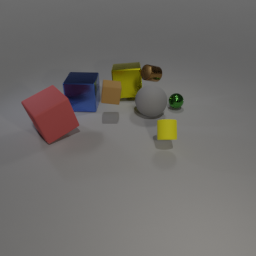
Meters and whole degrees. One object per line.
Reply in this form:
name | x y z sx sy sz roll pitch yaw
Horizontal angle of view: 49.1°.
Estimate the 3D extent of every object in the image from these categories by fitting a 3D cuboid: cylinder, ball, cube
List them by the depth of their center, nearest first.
cylinder | 1.391 0.069 9.983 0.700 0.700 0.700 0 -4 0
cube | -2.964 -0.541 10.761 1.400 1.400 1.400 -33 45 -19
cube | -0.650 -1.380 10.772 0.700 0.700 0.700 5 31 -8
ball | 1.009 -1.188 12.198 1.400 1.400 1.400 0 32 0
cylinder | 1.044 -2.429 12.444 0.700 0.700 0.700 0 26 -41
ball | 2.204 -1.242 12.828 0.700 0.700 0.700 0 32 0
cube | -2.093 -1.678 12.943 1.400 1.400 1.400 2 32 3
cube | -0.035 -2.367 13.806 1.400 1.400 1.400 -4 25 2
